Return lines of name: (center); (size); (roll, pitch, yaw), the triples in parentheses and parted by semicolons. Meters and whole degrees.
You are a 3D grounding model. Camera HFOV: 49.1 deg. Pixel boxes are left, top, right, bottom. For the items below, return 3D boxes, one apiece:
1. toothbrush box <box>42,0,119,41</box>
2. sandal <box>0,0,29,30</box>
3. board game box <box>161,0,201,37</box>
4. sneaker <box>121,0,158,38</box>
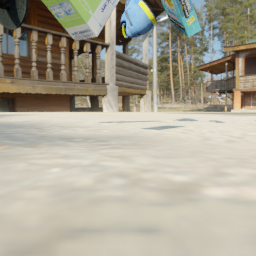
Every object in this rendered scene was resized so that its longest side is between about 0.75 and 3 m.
toothbrush box: (-0.797, -2.120, 4.141); (0.557, 0.942, 1.294); (4, -30, 40)
sandal: (-2.629, -3.340, 5.712); (1.028, 2.736, 0.655); (19, 39, 2)
board game box: (1.090, -3.060, 6.619); (0.366, 1.560, 1.178); (-31, 38, 6)
sneaker: (0.107, -3.327, 8.440); (1.008, 0.847, 2.571); (-37, 29, 14)
